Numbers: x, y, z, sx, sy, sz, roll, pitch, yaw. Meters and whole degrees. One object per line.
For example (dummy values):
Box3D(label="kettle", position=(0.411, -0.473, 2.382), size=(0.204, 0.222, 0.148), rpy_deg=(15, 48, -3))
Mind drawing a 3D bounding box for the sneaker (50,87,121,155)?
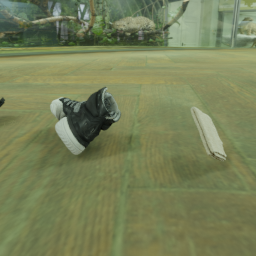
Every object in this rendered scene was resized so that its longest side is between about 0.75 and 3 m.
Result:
Box3D(label="sneaker", position=(-1.098, -0.424, 7.450), size=(1.594, 1.057, 2.802), rpy_deg=(-33, 28, -2))

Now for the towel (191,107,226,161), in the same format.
Box3D(label="towel", position=(1.793, 0.126, 6.196), size=(0.211, 1.223, 0.810), rpy_deg=(-31, -31, 27))

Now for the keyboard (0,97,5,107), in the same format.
Box3D(label="keyboard", position=(-4.294, -0.509, 8.852), size=(0.185, 0.868, 1.446), rpy_deg=(40, 24, -20))
